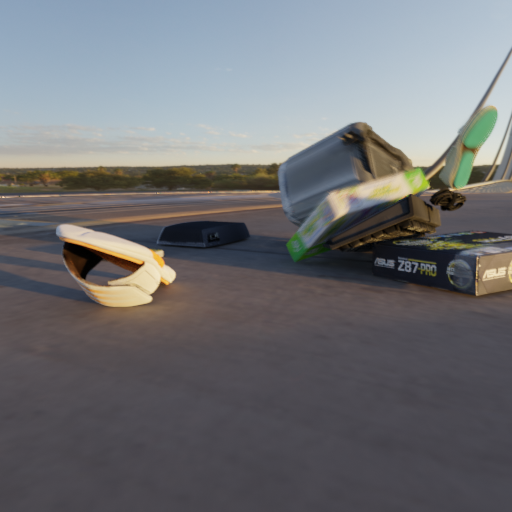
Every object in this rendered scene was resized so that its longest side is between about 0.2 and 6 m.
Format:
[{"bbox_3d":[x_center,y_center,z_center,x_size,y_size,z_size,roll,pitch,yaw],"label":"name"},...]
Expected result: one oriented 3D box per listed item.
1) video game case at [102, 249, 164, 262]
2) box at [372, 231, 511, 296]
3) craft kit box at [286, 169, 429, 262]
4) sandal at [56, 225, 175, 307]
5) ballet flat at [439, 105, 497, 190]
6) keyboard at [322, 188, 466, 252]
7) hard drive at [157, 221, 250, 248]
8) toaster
[{"bbox_3d":[-2.539,-0.016,10.996,1.104,0.141,0.998,4,9,28],"label":"video game case"},{"bbox_3d":[3.467,0.051,8.855,2.567,0.630,2.069,-6,12,-29],"label":"box"},{"bbox_3d":[1.758,-0.697,10.026,1.971,0.484,1.996,-15,-18,-23],"label":"craft kit box"},{"bbox_3d":[-1.691,0.301,7.222,1.054,0.788,2.751,16,-9,11],"label":"sandal"},{"bbox_3d":[3.566,-1.888,9.570,0.531,1.530,0.531,14,29,-8],"label":"ballet flat"},{"bbox_3d":[2.696,-0.545,10.038,2.196,0.469,3.657,-29,-10,22],"label":"keyboard"},{"bbox_3d":[-1.208,-0.548,13.423,1.468,0.461,2.177,4,10,26],"label":"hard drive"},{"bbox_3d":[1.971,-1.458,12.063,2.149,1.890,3.327,-21,-23,34],"label":"toaster"}]
